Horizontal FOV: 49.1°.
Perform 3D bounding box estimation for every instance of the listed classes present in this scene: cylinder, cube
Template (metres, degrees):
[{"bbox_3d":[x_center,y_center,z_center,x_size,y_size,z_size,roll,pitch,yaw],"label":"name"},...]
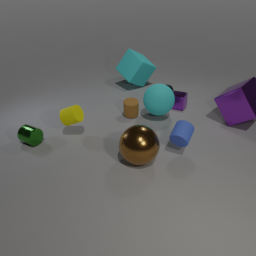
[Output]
[{"bbox_3d":[1.920,0.199,9.971,0.700,0.700,0.700,15,58,26],"label":"cylinder"},{"bbox_3d":[4.874,-1.121,12.022,1.400,1.400,1.400,-33,6,-36],"label":"cube"},{"bbox_3d":[-2.223,-0.495,11.081,0.700,0.700,0.700,-15,23,22],"label":"cylinder"},{"bbox_3d":[-3.788,0.277,10.890,0.700,0.700,0.700,17,33,27],"label":"cylinder"},{"bbox_3d":[0.456,-3.418,15.983,1.400,1.400,1.400,6,37,-52],"label":"cube"},{"bbox_3d":[2.485,-1.354,13.785,0.700,0.700,0.700,12,34,25],"label":"cube"},{"bbox_3d":[0.143,-0.933,12.900,0.700,0.700,0.700,0,39,0],"label":"cylinder"}]

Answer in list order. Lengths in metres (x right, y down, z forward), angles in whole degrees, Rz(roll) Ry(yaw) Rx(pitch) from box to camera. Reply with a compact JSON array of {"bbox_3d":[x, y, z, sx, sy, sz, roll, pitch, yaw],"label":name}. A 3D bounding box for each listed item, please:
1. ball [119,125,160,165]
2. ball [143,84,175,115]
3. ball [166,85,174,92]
[{"bbox_3d":[0.386,0.582,9.627,1.400,1.400,1.400,0,29,0],"label":"ball"},{"bbox_3d":[1.377,-1.267,12.509,1.400,1.400,1.400,0,29,0],"label":"ball"},{"bbox_3d":[2.062,-1.933,14.728,0.700,0.700,0.700,0,29,0],"label":"ball"}]
